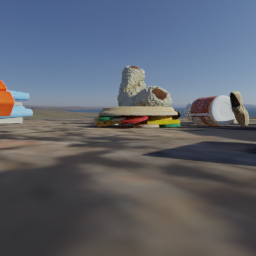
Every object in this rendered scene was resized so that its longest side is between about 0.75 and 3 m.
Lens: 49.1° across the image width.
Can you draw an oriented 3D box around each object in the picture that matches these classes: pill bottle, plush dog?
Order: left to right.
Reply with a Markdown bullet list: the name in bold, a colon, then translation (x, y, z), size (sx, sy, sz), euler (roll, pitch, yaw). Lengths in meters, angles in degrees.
- **plush dog**: translation (0.712, -0.833, 10.512), size (2.199, 2.054, 2.560), euler (16, 25, -42)
- **pill bottle**: translation (2.553, -0.534, 8.974), size (0.928, 0.928, 1.654), euler (-1, 3, -20)

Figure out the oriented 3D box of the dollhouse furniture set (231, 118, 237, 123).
- **dollhouse furniture set**: translation (3.618, -0.799, 11.862), size (1.698, 1.205, 1.345), euler (-2, 3, -32)

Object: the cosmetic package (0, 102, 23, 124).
- **cosmetic package**: translation (-5.329, -0.649, 12.183), size (1.258, 0.888, 2.429), euler (-1, 2, -24)

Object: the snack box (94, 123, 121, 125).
- **snack box**: translation (-0.700, -0.229, 9.692), size (0.634, 0.254, 0.752), euler (3, 3, 35)

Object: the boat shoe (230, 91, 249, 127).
- **boat shoe**: translation (2.238, -0.380, 5.727), size (0.272, 0.763, 0.246), euler (-21, -4, 44)

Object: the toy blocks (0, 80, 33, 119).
- **toy blocks**: translation (-2.536, -0.387, 4.014), size (2.943, 1.069, 2.453), euler (-2, 3, -45)

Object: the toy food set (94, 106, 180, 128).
- **toy food set**: translation (0.249, -0.311, 7.999), size (2.341, 0.569, 2.317), euler (-1, 3, -18)
